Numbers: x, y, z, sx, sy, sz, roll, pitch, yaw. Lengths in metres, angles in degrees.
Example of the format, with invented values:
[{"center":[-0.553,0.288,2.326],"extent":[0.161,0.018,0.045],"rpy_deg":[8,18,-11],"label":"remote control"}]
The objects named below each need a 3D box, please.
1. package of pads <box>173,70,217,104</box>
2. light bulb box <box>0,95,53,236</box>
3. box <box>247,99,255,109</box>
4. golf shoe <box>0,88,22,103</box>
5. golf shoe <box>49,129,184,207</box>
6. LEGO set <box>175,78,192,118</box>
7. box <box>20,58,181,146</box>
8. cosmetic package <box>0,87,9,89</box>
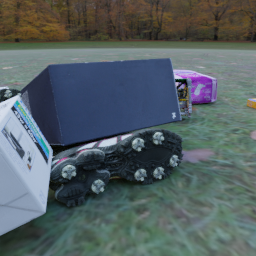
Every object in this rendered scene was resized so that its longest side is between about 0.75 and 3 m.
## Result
[{"center":[2.538,-1.893,12.473],"extent":[1.752,1.100,2.907],"rpy_deg":[-6,20,-8],"label":"package of pads"},{"center":[-2.292,0.648,4.096],"extent":[1.970,1.240,1.988],"rpy_deg":[-25,22,-2],"label":"light bulb box"},{"center":[5.451,-0.839,10.667],"extent":[0.919,0.320,1.544],"rpy_deg":[-7,19,-21],"label":"box"},{"center":[-3.142,-0.637,9.382],"extent":[2.937,1.134,1.293],"rpy_deg":[6,0,12],"label":"golf shoe"},{"center":[-0.222,0.535,5.619],"extent":[2.891,1.116,1.273],"rpy_deg":[-10,16,-26],"label":"golf shoe"},{"center":[1.238,-0.834,9.834],"extent":[2.381,1.380,1.831],"rpy_deg":[1,-10,-6],"label":"LEGO set"},{"center":[-0.751,-0.583,6.879],"extent":[2.966,1.544,2.701],"rpy_deg":[-12,4,-32],"label":"box"},{"center":[-5.747,-1.438,12.050],"extent":[1.209,0.513,0.650],"rpy_deg":[-11,23,-27],"label":"cosmetic package"}]
